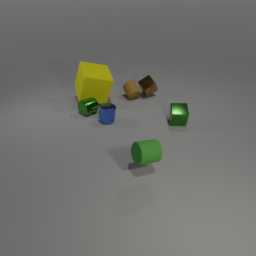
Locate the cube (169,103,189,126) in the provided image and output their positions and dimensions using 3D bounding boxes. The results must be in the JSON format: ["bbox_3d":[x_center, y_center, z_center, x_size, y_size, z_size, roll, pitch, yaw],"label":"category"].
[{"bbox_3d":[2.130,-0.567,11.786,0.700,0.700,0.700,1,46,1],"label":"cube"}]

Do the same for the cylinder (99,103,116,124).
[{"bbox_3d":[-0.888,-0.633,11.998,0.700,0.700,0.700,7,29,-4],"label":"cylinder"}]

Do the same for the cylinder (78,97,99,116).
[{"bbox_3d":[-1.797,-0.962,12.682,0.700,0.700,0.700,24,37,37],"label":"cylinder"}]

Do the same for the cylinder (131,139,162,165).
[{"bbox_3d":[0.551,0.716,8.362,0.700,0.700,0.700,-6,28,-27],"label":"cylinder"}]

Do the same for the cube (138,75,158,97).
[{"bbox_3d":[1.020,-2.150,14.394,0.700,0.700,0.700,-33,66,-1],"label":"cube"}]

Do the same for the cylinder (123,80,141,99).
[{"bbox_3d":[0.188,-1.949,14.231,0.700,0.700,0.700,-18,72,-30],"label":"cylinder"}]

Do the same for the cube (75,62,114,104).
[{"bbox_3d":[-1.666,-2.155,13.448,1.400,1.400,1.400,3,41,-24],"label":"cube"}]
